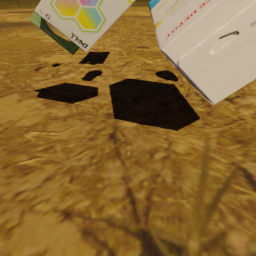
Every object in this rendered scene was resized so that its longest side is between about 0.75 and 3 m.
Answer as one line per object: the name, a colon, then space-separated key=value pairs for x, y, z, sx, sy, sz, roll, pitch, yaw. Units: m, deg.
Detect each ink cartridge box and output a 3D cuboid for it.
ink cartridge box: x=1.811 y=-2.232 z=5.984 sx=1.899 sy=1.866 sz=2.579 roll=-36 pitch=34 yaw=28
ink cartridge box: x=-1.032 y=-2.644 z=6.071 sx=1.391 sy=2.679 sz=0.795 roll=35 pitch=38 yaw=-28
